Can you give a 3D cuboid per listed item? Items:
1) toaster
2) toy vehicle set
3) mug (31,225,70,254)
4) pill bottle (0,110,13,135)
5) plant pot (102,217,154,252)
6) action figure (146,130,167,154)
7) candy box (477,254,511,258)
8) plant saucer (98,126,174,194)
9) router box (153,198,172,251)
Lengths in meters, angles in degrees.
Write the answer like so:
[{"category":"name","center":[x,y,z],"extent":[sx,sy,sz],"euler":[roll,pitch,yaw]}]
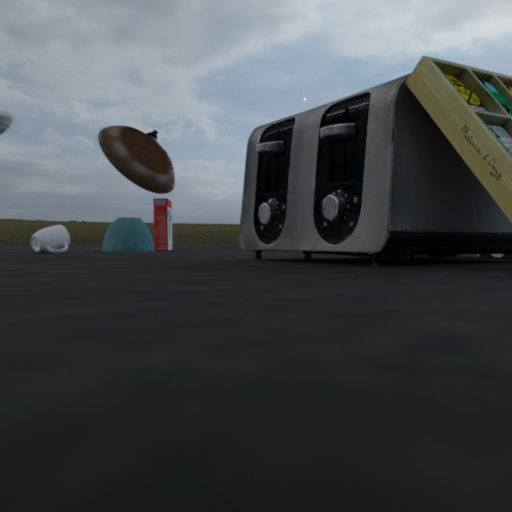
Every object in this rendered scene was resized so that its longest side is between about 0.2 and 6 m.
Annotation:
[{"category":"toaster","center":[1.998,-1.005,8.008],"extent":[3.655,2.169,3.305],"euler":[-1,2,-30]},{"category":"toy vehicle set","center":[2.744,-0.959,5.563],"extent":[1.605,2.583,0.342],"euler":[-2,-37,-31]},{"category":"mug","center":[-4.816,-0.311,13.192],"extent":[0.835,0.616,0.732],"euler":[33,30,25]},{"category":"pill bottle","center":[-4.491,-2.280,9.713],"extent":[0.316,0.316,0.559],"euler":[0,42,16]},{"category":"plant pot","center":[-3.583,-0.595,15.723],"extent":[1.426,0.960,1.426],"euler":[0,1,0]},{"category":"action figure","center":[-2.449,-2.081,12.173],"extent":[1.168,1.207,0.631],"euler":[-16,55,-37]},{"category":"candy box","center":[4.812,-0.282,9.162],"extent":[1.824,0.653,1.530],"euler":[1,2,44]},{"category":"plant saucer","center":[-2.040,-1.796,9.995],"extent":[0.294,1.608,1.608],"euler":[-44,-20,24]},{"category":"router box","center":[-3.025,-1.003,18.224],"extent":[0.446,1.640,1.828],"euler":[-1,2,-4]}]
